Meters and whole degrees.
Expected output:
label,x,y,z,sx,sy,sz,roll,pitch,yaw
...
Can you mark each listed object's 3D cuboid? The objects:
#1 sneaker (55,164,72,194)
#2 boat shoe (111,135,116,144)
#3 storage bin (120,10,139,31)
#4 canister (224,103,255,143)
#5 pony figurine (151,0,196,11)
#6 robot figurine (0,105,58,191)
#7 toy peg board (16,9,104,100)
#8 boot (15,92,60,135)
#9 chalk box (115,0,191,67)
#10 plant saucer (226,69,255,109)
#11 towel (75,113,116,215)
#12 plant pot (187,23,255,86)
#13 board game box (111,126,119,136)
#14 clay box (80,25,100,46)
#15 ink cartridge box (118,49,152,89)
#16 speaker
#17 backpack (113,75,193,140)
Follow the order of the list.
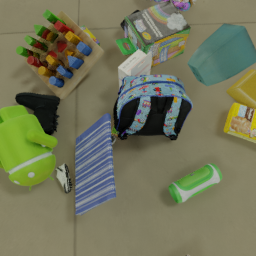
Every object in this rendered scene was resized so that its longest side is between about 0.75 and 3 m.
label,x,y,z,sx,sy,sz,roll,pitch,yaw
sneaker,-2.309,1.850,10.050,0.436,0.402,1.090,-21,63,6
boat shoe,-1.018,0.519,10.580,1.150,0.393,0.425,-15,67,-6
storage bin,0.223,-4.710,12.517,0.969,0.454,0.655,-41,103,-10
canister,4.713,-0.122,10.673,1.781,0.771,1.323,20,68,10
pony figurine,1.606,-5.984,12.853,2.337,2.016,2.421,-22,53,-19
robot figurine,-3.576,0.681,9.615,2.528,1.667,2.881,-27,89,23
toy peg board,-2.849,-2.979,10.975,2.631,1.287,2.620,-47,75,12
boot,-3.585,-0.529,10.906,1.915,0.709,1.569,5,68,0
chalk box,0.884,-3.737,11.751,2.784,1.724,1.732,-24,70,-9
plant saucer,5.279,-1.523,11.470,1.749,0.424,1.748,-39,71,-16
towel,-1.086,1.157,9.080,0.345,2.092,2.889,18,51,-35
plant pot,2.709,-2.070,8.310,1.627,1.150,1.150,-38,26,5
board game box,-0.222,-0.202,11.027,0.537,0.168,1.124,19,69,5
clay box,-2.015,-4.017,12.602,0.846,0.350,1.472,-35,71,-15
ink cartridge box,0.262,-2.166,10.858,0.692,2.049,1.194,40,71,15
speaker,2.342,1.914,9.759,1.792,0.793,0.793,-25,69,-11
backpack,0.827,-0.882,9.757,2.640,2.892,1.945,1,67,-4
